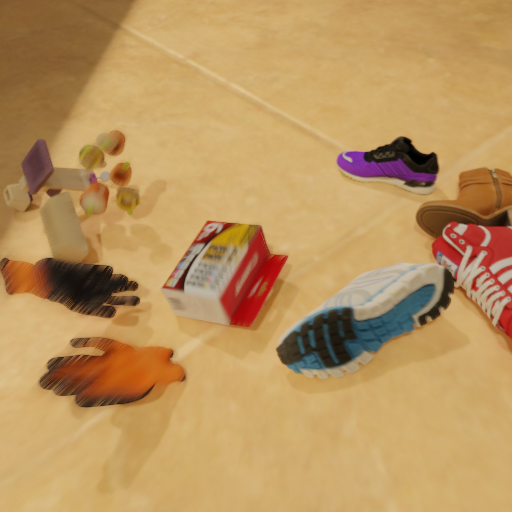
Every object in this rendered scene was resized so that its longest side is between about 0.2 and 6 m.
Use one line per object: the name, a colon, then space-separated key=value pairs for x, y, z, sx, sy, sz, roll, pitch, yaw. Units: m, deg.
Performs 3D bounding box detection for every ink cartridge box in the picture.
ink cartridge box: x=-0.490 y=0.265 z=9.589 sx=1.530 sy=0.731 sz=1.742 roll=6 pitch=48 yaw=27

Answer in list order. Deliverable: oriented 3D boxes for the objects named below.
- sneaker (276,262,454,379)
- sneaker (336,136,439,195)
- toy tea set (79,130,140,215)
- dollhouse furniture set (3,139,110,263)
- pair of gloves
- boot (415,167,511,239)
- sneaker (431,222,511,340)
sneaker: x=1.642 y=0.952 z=9.202 sx=3.075 sy=1.153 sz=1.333 roll=-23 pitch=20 yaw=-14
sneaker: x=2.853 y=-2.119 z=12.028 sx=2.208 sy=1.098 sz=0.768 roll=14 pitch=47 yaw=13
toy tea set: x=-2.830 y=-1.453 z=10.460 sx=1.100 sy=1.850 sz=0.685 roll=2 pitch=40 yaw=3
dollhouse furniture set: x=-3.644 y=-0.744 z=11.215 sx=1.695 sy=1.893 sz=2.388 roll=-2 pitch=63 yaw=-48
pair of gloves: x=-2.410 y=1.055 z=8.337 sx=2.345 sy=0.325 sz=2.632 roll=7 pitch=42 yaw=-52
boot: x=4.270 y=-1.159 z=11.177 sx=2.428 sy=0.931 sz=1.885 roll=3 pitch=46 yaw=1
sneaker: x=3.871 y=0.505 z=9.416 sx=1.740 sy=1.102 sz=3.094 roll=9 pitch=38 yaw=3
